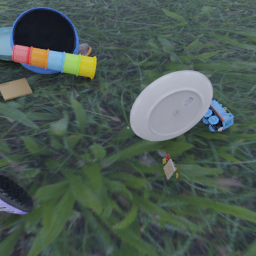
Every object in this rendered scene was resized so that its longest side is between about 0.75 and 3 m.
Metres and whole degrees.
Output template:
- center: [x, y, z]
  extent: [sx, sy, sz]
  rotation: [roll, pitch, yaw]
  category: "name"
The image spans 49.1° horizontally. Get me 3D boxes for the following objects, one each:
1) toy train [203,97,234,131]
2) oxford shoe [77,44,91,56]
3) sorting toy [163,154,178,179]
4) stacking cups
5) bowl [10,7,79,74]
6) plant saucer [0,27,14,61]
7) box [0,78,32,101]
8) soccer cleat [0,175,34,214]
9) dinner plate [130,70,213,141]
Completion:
- center: [2.502, -0.437, 8.177]
  extent: [0.695, 0.527, 1.216]
  rotation: [-28, 53, -2]
  category: "toy train"
- center: [-2.333, -2.928, 10.844]
  extent: [0.790, 0.807, 2.215]
  rotation: [28, 49, 32]
  category: "oxford shoe"
- center: [1.071, 1.021, 7.047]
  extent: [0.130, 0.370, 0.767]
  rotation: [10, 40, -23]
  category: "sorting toy"
- center: [-2.499, -2.328, 9.657]
  extent: [2.750, 0.832, 0.832]
  rotation: [7, 40, -19]
  category: "stacking cups"
- center: [-3.036, -3.246, 10.308]
  extent: [2.475, 0.486, 2.475]
  rotation: [2, 83, -15]
  category: "bowl"
- center: [-4.629, -3.460, 11.541]
  extent: [2.965, 0.406, 2.965]
  rotation: [4, 38, -3]
  category: "plant saucer"
- center: [-3.865, -1.333, 9.601]
  extent: [0.936, 0.100, 0.765]
  rotation: [-21, 58, -25]
  category: "box"
- center: [-3.078, 1.333, 5.780]
  extent: [0.831, 2.271, 0.775]
  rotation: [-53, 27, 5]
  category: "soccer cleat"
- center: [1.169, -0.420, 7.138]
  extent: [2.298, 2.298, 0.279]
  rotation: [-14, 47, -14]
  category: "dinner plate"
